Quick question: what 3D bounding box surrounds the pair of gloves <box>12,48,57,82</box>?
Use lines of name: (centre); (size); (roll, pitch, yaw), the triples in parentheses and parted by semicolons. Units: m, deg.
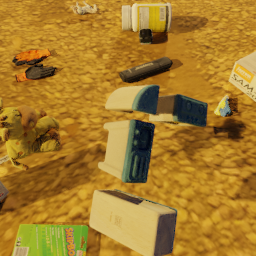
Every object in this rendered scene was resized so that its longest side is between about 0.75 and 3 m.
pair of gloves: (-4.108, -2.791, 12.200); (1.745, 0.242, 1.958); (-17, 55, -13)

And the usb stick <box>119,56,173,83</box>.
usb stick: (0.781, -2.492, 11.866); (2.362, 0.385, 0.655); (-22, 55, -16)

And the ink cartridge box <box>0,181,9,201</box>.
ink cartridge box: (-4.383, 1.602, 7.629); (0.842, 1.966, 1.451); (34, 59, 24)

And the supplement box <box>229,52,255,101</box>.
supplement box: (5.816, -2.306, 11.282); (2.875, 1.057, 1.812); (-28, 57, -20)

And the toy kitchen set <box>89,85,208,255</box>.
toy kitchen set: (0.833, 0.712, 5.832); (1.747, 2.376, 2.966); (6, 87, 48)

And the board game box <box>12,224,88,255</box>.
board game box: (-2.049, 3.091, 7.545); (1.913, 0.287, 0.914); (-1, 52, 3)

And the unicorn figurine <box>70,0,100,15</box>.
unicorn figurine: (-2.236, -6.386, 14.913); (1.472, 0.544, 1.011); (-29, 66, -4)

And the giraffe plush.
giraffe plush: (-2.346, -0.015, 6.066); (1.374, 1.291, 1.592); (35, 63, 23)

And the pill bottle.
pill bottle: (0.875, -5.324, 13.516); (2.316, 1.324, 1.324); (0, 52, 1)

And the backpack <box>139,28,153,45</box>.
backpack: (0.839, -4.318, 13.176); (0.669, 0.567, 0.753); (-3, 60, 4)

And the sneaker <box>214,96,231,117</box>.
sneaker: (3.668, -0.777, 10.581); (0.514, 0.370, 0.978); (35, 66, 10)
